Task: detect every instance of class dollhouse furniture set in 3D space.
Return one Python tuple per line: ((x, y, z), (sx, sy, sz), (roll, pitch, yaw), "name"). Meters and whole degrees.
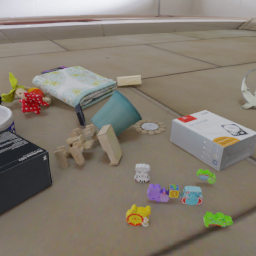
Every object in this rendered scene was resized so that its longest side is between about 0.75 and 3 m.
((-0.930, 0.536, 7.094), (1.333, 0.868, 1.225), (-15, 22, 19), "dollhouse furniture set")

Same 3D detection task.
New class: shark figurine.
((4.471, -1.269, 10.321), (1.057, 1.769, 0.738), (-23, -20, 17), "shark figurine")

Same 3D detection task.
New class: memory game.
((0.686, -0.030, 8.689), (1.007, 0.064, 1.007), (1, 27, 0), "memory game")

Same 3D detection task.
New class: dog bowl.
((-4.168, 0.066, 7.700), (1.975, 0.778, 1.975), (0, 27, 0), "dog bowl")

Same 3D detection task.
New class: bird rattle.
((-3.417, -1.190, 9.927), (1.968, 1.109, 1.605), (20, 11, 23), "bird rattle")

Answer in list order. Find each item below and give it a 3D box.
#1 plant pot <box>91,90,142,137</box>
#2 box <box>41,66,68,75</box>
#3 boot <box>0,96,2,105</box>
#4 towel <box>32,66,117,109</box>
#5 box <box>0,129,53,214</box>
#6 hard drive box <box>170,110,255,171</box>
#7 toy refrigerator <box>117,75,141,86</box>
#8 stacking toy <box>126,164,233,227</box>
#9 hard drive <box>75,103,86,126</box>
((-0.373, -0.279, 7.857), (1.095, 1.118, 1.118), (-43, 38, -6), "plant pot")
((-3.409, -2.733, 13.830), (1.005, 0.254, 1.406), (18, 31, 33), "box")
((-5.402, -0.947, 9.952), (1.093, 0.550, 1.461), (20, 34, 35), "boot")
((-1.959, -1.654, 10.953), (2.247, 0.632, 2.625), (25, 31, 22), "towel")
((-3.015, 1.025, 5.634), (1.679, 0.938, 2.379), (18, 31, 37), "box")
((2.222, 0.251, 7.448), (1.380, 0.680, 1.771), (-17, 31, -31), "hard drive box")
((0.057, -2.053, 12.185), (1.027, 0.359, 0.390), (-5, 18, 1), "toy refrigerator")
((0.956, 1.360, 5.609), (1.889, 0.444, 1.424), (4, 29, 3), "stacking toy")
((-1.504, -0.416, 8.877), (0.185, 0.590, 0.874), (-18, 24, -4), "hard drive")
